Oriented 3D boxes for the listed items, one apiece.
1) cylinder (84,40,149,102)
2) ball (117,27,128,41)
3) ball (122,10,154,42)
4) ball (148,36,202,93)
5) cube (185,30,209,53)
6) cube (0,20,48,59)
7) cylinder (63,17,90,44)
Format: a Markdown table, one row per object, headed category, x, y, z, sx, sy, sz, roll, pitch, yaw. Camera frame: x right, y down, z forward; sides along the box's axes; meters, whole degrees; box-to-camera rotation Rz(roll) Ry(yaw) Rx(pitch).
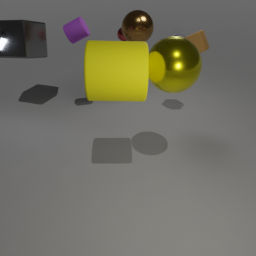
| category | x | y | z | sx | sy | sz | roll | pitch | yaw |
| --- | --- | --- | --- | --- | --- | --- | --- | --- | --- |
| cylinder | -0.267 | -1.341 | 6.670 | 1.400 | 1.400 | 1.400 | 1 | 32 | -2 |
| ball | -0.179 | -4.601 | 13.732 | 0.700 | 0.700 | 0.700 | 0 | 32 | 0 |
| ball | 0.418 | -4.379 | 12.179 | 1.400 | 1.400 | 1.400 | 0 | 32 | 0 |
| ball | 1.145 | -1.581 | 7.071 | 1.400 | 1.400 | 1.400 | 0 | 32 | 0 |
| cube | 2.449 | -3.059 | 10.154 | 0.700 | 0.700 | 0.700 | -16 | 15 | 32 |
| cube | -4.283 | -3.571 | 11.344 | 1.400 | 1.400 | 1.400 | 7 | 17 | 19 |
| cylinder | -1.831 | -3.479 | 9.975 | 0.700 | 0.700 | 0.700 | -23 | 30 | 12 |
